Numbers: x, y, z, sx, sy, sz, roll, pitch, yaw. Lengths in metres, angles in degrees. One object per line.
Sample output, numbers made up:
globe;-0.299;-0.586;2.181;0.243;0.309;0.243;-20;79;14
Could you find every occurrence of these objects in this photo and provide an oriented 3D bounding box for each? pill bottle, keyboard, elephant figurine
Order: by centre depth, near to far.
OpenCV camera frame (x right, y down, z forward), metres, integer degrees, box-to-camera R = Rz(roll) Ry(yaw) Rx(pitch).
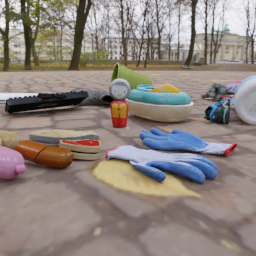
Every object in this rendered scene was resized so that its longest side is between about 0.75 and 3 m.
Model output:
pill bottle;3.908;-0.940;8.508;1.231;1.231;2.264;5;18;20
keyboard;-2.676;-0.952;9.408;2.645;0.339;1.588;-11;-5;-29
elephant figurine;3.919;-1.586;12.548;0.935;0.852;1.205;31;3;8

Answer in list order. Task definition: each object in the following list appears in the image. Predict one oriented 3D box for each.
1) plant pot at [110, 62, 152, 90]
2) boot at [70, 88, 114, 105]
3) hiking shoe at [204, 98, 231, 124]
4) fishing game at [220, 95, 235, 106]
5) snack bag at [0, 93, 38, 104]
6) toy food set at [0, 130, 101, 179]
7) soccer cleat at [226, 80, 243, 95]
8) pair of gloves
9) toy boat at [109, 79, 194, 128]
plant pot;0.137;-1.867;12.300;1.616;1.702;1.702;9;11;-13
boot;-1.249;-1.188;10.862;1.988;0.694;1.309;-9;15;-29
hiking shoe;2.731;-0.582;8.562;0.718;0.616;1.655;5;15;17
fishing game;4.494;-0.763;9.920;1.698;0.369;2.371;-7;24;-19
snack bag;-5.162;-1.413;12.695;2.422;0.275;2.568;-1;14;-1
toy food set;-1.703;0.427;4.985;2.842;0.448;1.807;2;12;-26
soccer cleat;5.721;-2.147;14.649;2.091;0.765;0.713;2;14;8
pair of gloves;0.836;0.398;5.279;2.034;0.288;2.530;8;15;32
toy boat;0.575;-0.838;8.207;2.760;1.283;2.320;-13;19;-43
